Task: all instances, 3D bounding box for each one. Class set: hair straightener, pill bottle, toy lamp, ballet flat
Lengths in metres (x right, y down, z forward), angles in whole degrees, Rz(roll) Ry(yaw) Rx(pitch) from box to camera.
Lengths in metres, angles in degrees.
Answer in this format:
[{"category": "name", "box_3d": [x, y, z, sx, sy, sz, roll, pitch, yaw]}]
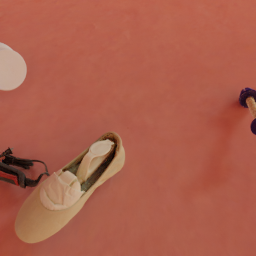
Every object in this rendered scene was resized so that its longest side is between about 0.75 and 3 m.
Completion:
[{"category": "hair straightener", "box_3d": [-2.798, 0.699, 6.211, 2.489, 0.509, 0.958, 9, 42, 14]}, {"category": "pill bottle", "box_3d": [-3.867, -1.812, 7.819, 2.232, 1.270, 1.270, 24, 48, 38]}, {"category": "toy lamp", "box_3d": [3.286, -0.518, 7.319, 0.580, 0.580, 1.994, 7, 34, 7]}, {"category": "ballet flat", "box_3d": [-0.991, 0.945, 5.404, 0.960, 0.960, 2.763, 25, 44, 24]}]
